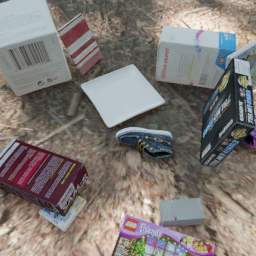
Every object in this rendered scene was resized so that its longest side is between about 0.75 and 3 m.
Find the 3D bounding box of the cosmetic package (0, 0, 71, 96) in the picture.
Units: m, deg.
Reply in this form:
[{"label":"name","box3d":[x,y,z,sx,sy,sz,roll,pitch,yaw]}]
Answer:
[{"label":"cosmetic package","box3d":[-3.959,-3.357,11.248,2.394,2.396,2.904,-18,55,-8]}]

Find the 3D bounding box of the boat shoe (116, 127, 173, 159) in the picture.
[{"label":"boat shoe","box3d":[0.566,0.535,9.546,1.974,0.698,0.896,2,50,-1]}]

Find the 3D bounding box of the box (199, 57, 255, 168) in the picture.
[{"label":"box","box3d":[2.462,-0.334,7.170,0.518,2.085,2.069,15,57,0]}]

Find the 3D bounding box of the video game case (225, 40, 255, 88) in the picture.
[{"label":"video game case","box3d":[4.522,-2.202,10.665,2.360,2.151,0.260,-32,47,-21]}]

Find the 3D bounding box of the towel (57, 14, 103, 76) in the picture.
[{"label":"towel","box3d":[-1.974,-3.469,11.726,0.237,2.084,1.501,10,49,39]}]

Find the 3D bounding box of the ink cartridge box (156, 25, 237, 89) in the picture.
[{"label":"ink cartridge box","box3d":[2.593,-2.781,11.145,2.809,2.030,1.189,9,54,6]}]

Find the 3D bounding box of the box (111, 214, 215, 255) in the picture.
[{"label":"box","box3d":[0.848,3.590,7.451,2.572,0.503,1.760,16,55,11]}]

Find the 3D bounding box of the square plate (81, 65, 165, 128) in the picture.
[{"label":"square plate","box3d":[-0.239,-1.295,11.108,2.488,0.357,2.511,-25,58,-17]}]

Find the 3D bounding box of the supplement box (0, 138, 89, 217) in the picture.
[{"label":"supplement box","box3d":[-2.790,1.452,8.626,2.758,0.840,1.501,16,54,21]}]

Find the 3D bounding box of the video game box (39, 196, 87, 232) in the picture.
[{"label":"video game box","box3d":[-1.969,2.408,8.483,0.978,0.251,1.074,28,59,17]}]

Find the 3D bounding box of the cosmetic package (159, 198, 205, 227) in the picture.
[{"label":"cosmetic package","box3d":[1.573,2.489,8.245,1.245,0.562,0.665,-6,51,-1]}]

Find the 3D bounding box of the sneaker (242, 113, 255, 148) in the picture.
[{"label":"sneaker","box3d":[4.696,0.112,9.689,2.959,1.190,1.308,3,60,8]}]
